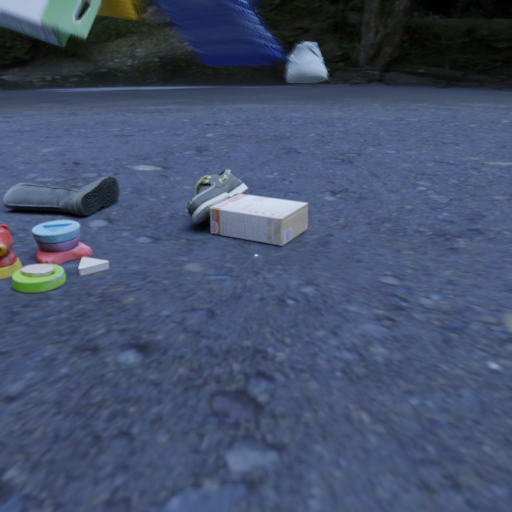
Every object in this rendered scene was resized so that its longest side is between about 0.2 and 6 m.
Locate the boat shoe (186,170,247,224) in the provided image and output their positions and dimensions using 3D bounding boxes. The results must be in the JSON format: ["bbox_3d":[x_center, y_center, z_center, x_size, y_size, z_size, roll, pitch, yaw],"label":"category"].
[{"bbox_3d":[-0.948,-1.332,12.039,0.878,0.734,2.456,-40,1,24],"label":"boat shoe"}]

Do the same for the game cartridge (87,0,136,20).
[{"bbox_3d":[-2.125,-3.672,8.181,0.646,0.105,0.570,8,-5,-1],"label":"game cartridge"}]

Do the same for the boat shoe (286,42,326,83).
[{"bbox_3d":[0.787,-3.218,9.323,0.622,0.635,1.784,-1,16,-2],"label":"boat shoe"}]

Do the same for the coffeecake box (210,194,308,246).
[{"bbox_3d":[0.067,-0.751,11.183,1.589,0.580,1.220,11,24,26],"label":"coffeecake box"}]

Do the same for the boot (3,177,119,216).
[{"bbox_3d":[-4.434,-1.404,12.926,2.019,0.732,1.835,1,18,21],"label":"boot"}]

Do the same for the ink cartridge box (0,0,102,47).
[{"bbox_3d":[-2.670,-3.218,7.055,1.604,0.833,0.476,19,-10,4],"label":"ink cartridge box"}]

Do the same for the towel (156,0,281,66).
[{"bbox_3d":[-0.547,-2.312,4.853,1.172,1.619,0.193,21,69,49],"label":"towel"}]

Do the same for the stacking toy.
[{"bbox_3d":[-3.554,-0.141,9.311,1.718,0.802,1.898,17,27,38],"label":"stacking toy"}]
